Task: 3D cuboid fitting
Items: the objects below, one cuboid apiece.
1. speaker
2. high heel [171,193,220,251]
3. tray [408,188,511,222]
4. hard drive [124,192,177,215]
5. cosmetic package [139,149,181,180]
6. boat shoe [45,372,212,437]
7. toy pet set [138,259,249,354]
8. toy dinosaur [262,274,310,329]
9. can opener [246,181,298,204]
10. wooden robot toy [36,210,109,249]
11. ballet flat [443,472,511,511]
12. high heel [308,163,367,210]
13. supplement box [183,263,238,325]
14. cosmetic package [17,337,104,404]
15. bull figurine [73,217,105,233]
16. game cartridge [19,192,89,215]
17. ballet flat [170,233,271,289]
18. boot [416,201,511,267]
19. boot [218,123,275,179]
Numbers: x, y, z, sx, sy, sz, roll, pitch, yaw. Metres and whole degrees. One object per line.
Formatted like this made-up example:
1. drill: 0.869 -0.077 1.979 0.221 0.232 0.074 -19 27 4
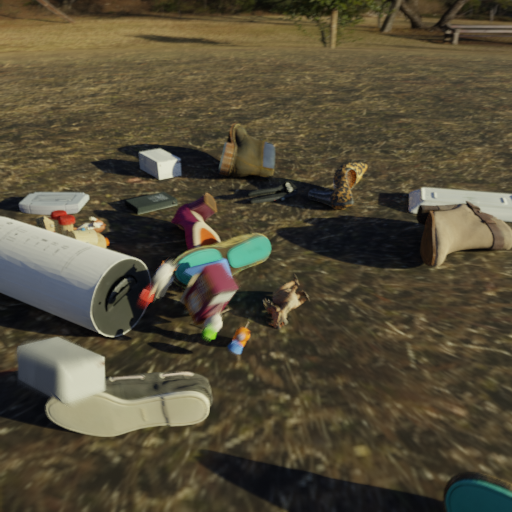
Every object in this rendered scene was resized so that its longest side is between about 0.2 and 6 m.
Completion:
1. speaker: -3.128 0.255 8.686 3.014 1.224 1.224 15 30 28
2. high heel: -1.281 -0.328 10.941 1.054 0.739 2.193 -33 28 21
3. tray: 4.842 -1.217 12.807 2.603 0.289 1.397 6 28 13
4. hard drive: -2.438 -1.232 12.962 1.015 0.167 0.708 -17 31 -32
5. cosmetic package: -2.620 -2.504 15.218 0.706 0.507 1.250 -16 31 -29
6. boat shoe: -1.428 1.666 6.465 1.848 0.618 0.527 -2 22 0
7. toy pet set: -0.644 0.514 8.068 1.586 0.842 1.481 30 6 2
8. toy dinosaur: 0.416 0.682 8.773 0.721 0.457 1.064 -31 10 5
9. can opener: 0.397 -1.453 13.288 1.313 0.516 0.416 -18 70 -26
10. wooden robot toy: -3.124 -0.275 10.219 1.044 1.014 2.301 -9 26 -42
11. ballet flat: 2.770 2.557 4.588 2.425 0.822 0.877 23 14 38
12. high heel: 2.289 -1.645 13.151 1.837 0.656 1.309 -33 32 -24
13. supplement box: -0.660 0.544 7.910 0.361 0.844 0.466 -9 57 -38
14. cosmetic package: -2.156 1.235 6.162 0.989 0.446 0.528 14 15 41
15. bull figurine: -3.354 -0.467 10.780 0.887 0.289 0.538 -26 -9 1
16. game cartridge: -4.635 -1.204 12.831 1.367 0.277 0.912 1 22 2
17. ballet flat: -0.685 0.092 9.758 2.096 0.741 0.741 -20 32 -35
18. boot: 3.992 -0.384 10.610 1.688 0.811 2.309 11 35 3
19. boot: -0.181 -2.818 15.547 1.434 1.106 2.959 14 31 -3
